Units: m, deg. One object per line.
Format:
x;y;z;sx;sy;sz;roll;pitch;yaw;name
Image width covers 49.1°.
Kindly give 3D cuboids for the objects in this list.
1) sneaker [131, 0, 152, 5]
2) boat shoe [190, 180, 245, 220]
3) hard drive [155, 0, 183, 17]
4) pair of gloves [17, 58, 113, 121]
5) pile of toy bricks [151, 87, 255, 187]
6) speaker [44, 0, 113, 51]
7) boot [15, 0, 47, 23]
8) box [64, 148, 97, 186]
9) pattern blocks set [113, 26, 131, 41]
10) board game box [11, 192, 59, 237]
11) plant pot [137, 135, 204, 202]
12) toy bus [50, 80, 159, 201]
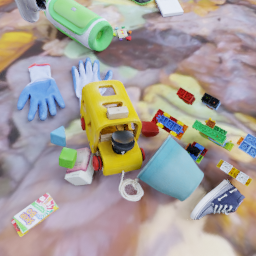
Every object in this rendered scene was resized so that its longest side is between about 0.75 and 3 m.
0.401;-5.442;11.384;1.388;0.581;0.533;22;59;14;sneaker
2.137;1.821;6.566;1.382;0.516;0.641;-35;55;-22;boat shoe
1.642;-4.960;11.316;0.829;0.159;1.257;-10;57;-7;hard drive
-1.912;-1.290;8.771;2.995;0.341;2.408;-9;57;-5;pair of gloves
2.126;0.178;7.245;2.791;1.378;1.549;35;94;21;pile of toy bricks
-1.796;-3.780;9.951;2.664;1.178;1.178;38;64;22;speaker
-2.638;-3.394;7.857;0.774;1.620;0.596;26;80;5;boot
-1.182;0.977;7.075;0.522;0.445;0.817;-14;50;30;box
-0.212;-3.508;10.407;0.689;0.064;0.784;-3;56;-2;pattern blocks set
-2.223;2.047;6.665;1.044;0.157;0.499;-37;63;-19;board game box
1.082;1.045;6.731;1.214;1.292;1.292;38;63;6;plant pot
-0.352;-0.009;6.957;2.689;1.389;2.537;24;48;11;toy bus
